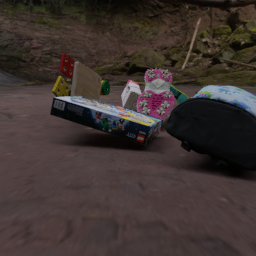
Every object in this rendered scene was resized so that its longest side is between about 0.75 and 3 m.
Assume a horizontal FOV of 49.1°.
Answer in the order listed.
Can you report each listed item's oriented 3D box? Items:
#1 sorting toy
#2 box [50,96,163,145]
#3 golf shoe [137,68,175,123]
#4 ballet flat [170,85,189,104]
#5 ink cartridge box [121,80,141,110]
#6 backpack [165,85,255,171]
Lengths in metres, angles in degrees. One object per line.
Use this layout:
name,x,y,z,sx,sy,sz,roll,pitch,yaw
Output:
sorting toy,-1.263,-0.939,7.348,0.446,1.271,2.636,3,-7,22
box,-0.362,-0.220,5.708,1.962,0.370,1.340,18,11,14
golf shoe,0.785,-0.663,7.898,0.971,1.180,2.579,10,40,7
ballet flat,1.730,-1.092,9.573,1.092,0.365,0.366,43,12,5
ink cartridge box,0.116,-1.273,10.859,0.448,0.769,1.062,19,29,-17
backpack,1.614,-0.079,4.443,1.425,1.343,1.747,26,4,29
